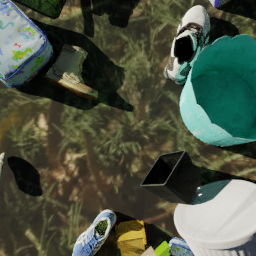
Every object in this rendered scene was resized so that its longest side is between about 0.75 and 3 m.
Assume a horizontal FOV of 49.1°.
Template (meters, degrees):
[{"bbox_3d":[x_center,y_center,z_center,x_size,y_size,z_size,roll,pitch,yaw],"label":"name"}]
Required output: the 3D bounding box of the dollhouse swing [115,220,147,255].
[{"bbox_3d":[0.093,3.026,7.601,0.772,0.679,0.702,-9,37,-1],"label":"dollhouse swing"}]

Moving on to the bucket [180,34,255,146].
[{"bbox_3d":[2.777,-0.837,7.488,2.818,1.833,2.818,1,77,-4],"label":"bucket"}]

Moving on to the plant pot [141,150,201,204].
[{"bbox_3d":[1.209,1.359,7.308,0.989,1.113,1.115,44,62,-14],"label":"plant pot"}]

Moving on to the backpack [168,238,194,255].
[{"bbox_3d":[1.321,3.209,7.205,0.760,0.830,0.610,22,59,6],"label":"backpack"}]

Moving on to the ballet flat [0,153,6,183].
[{"bbox_3d":[-3.624,1.120,7.756,0.309,0.366,0.968,14,59,-28],"label":"ballet flat"}]

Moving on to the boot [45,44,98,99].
[{"bbox_3d":[-1.456,-1.693,8.367,1.673,0.609,1.301,25,79,9],"label":"boot"}]

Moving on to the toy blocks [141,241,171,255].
[{"bbox_3d":[0.463,4.516,6.788,2.956,1.477,2.021,-41,92,-7],"label":"toy blocks"}]

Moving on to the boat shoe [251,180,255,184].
[{"bbox_3d":[3.383,1.813,7.698,1.452,0.452,0.542,-32,82,-5],"label":"boat shoe"}]

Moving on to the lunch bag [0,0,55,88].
[{"bbox_3d":[-3.519,-2.543,8.327,1.932,0.991,2.404,-44,81,-7],"label":"lunch bag"}]

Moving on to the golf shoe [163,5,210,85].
[{"bbox_3d":[1.892,-2.626,8.224,1.044,1.269,2.686,18,77,5],"label":"golf shoe"}]

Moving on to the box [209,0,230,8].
[{"bbox_3d":[3.362,-4.807,8.481,1.756,1.615,0.921,-30,82,-6],"label":"box"}]

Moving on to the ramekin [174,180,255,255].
[{"bbox_3d":[2.334,2.302,6.687,2.283,2.283,1.063,-25,105,-5],"label":"ramekin"}]

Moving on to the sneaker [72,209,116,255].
[{"bbox_3d":[-0.937,2.892,7.372,0.630,0.641,1.663,32,81,5],"label":"sneaker"}]

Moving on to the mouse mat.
[{"bbox_3d":[-2.801,-4.892,8.748,2.236,0.105,2.779,21,68,-14],"label":"mouse mat"}]
